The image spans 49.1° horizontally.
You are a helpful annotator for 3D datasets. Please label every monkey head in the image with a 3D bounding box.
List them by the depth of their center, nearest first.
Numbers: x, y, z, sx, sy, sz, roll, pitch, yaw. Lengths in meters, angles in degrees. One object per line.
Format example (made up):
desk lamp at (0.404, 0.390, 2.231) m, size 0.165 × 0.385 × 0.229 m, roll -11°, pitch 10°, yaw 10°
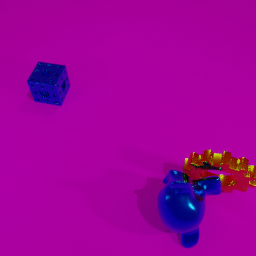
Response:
monkey head at (1.286, 1.501, 5.678) m, size 1.375 × 1.911 × 1.152 m, roll -10°, pitch 31°, yaw 9°

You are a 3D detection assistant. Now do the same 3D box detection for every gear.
gear at (1.971, 0.970, 6.075) m, size 1.503 × 1.503 × 0.278 m, roll 13°, pitch 61°, yaw 9°

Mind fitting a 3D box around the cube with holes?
cube with holes at (-2.265, -1.281, 8.131) m, size 0.841 × 0.841 × 0.841 m, roll 9°, pitch 55°, yaw 7°
